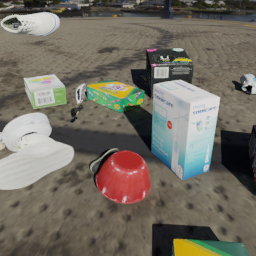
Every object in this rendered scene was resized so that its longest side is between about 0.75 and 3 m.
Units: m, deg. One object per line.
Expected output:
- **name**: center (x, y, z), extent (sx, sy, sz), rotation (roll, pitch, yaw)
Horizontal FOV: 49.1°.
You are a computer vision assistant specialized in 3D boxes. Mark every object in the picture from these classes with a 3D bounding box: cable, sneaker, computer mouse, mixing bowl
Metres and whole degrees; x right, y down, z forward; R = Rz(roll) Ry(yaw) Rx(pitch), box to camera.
- **cable**: center (-3.260, 0.142, 9.074), extent (1.551, 1.551, 0.537), rotation (-9, 60, -45)
- **sneaker**: center (-3.087, 0.911, 8.300), extent (1.494, 0.952, 2.585), rotation (20, 24, 37)
- **sneaker**: center (6.267, -2.278, 14.625), extent (0.871, 0.754, 2.011), rotation (-9, 28, -5)
- **computer mouse**: center (-1.513, -0.951, 8.748), extent (0.219, 0.996, 0.546), rotation (20, 32, 11)
- **mixing bowl**: center (-0.054, 1.161, 7.503), extent (1.532, 0.830, 1.532), rotation (8, 36, -6)
- **sneaker**: center (-3.347, -3.487, 9.520), extent (2.107, 0.769, 0.746), rotation (0, 15, 21)
- **sneaker**: center (-0.527, 1.085, 8.476), extent (0.608, 0.428, 1.144), rotation (27, 47, 33)

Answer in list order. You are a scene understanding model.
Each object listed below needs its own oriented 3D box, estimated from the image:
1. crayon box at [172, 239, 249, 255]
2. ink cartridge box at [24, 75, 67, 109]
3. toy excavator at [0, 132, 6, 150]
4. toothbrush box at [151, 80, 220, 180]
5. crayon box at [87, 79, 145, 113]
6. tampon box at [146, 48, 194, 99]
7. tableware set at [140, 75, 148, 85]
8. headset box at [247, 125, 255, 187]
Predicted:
- **crayon box**: center (1.450, 2.942, 4.497), extent (1.369, 0.672, 2.306), rotation (2, 27, 4)
- **ink cartridge box**: center (-4.184, -1.977, 13.819), extent (1.549, 0.885, 2.984), rotation (-12, 30, -22)
- **toy excavator**: center (-5.632, 0.496, 8.889), extent (2.449, 1.258, 2.519), rotation (10, 20, 16)
- **toothbrush box**: center (1.591, -0.002, 8.312), extent (1.032, 2.420, 1.772), rotation (-13, 31, -24)
- **crayon box**: center (-0.616, -1.558, 13.168), extent (2.468, 0.719, 1.466), rotation (24, 36, 39)
- **tampon box**: center (2.043, -2.868, 14.363), extent (2.049, 1.726, 2.733), rotation (-2, 32, -1)
- **tableware set**: center (1.759, -2.759, 16.042), extent (2.021, 0.234, 1.688), rotation (-10, 29, -19)
- **headset box**: center (4.630, 1.023, 7.820), extent (2.038, 1.058, 2.738), rotation (7, 27, 14)
